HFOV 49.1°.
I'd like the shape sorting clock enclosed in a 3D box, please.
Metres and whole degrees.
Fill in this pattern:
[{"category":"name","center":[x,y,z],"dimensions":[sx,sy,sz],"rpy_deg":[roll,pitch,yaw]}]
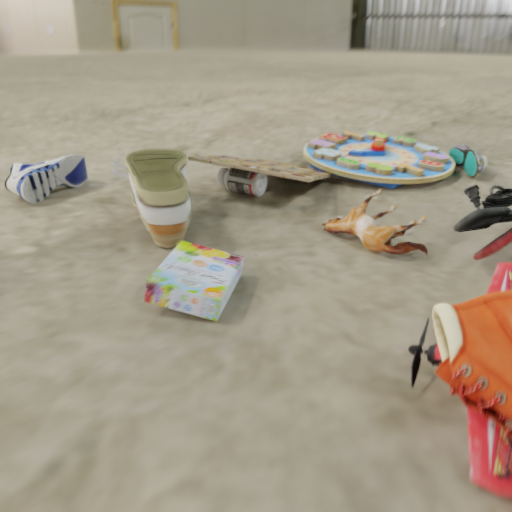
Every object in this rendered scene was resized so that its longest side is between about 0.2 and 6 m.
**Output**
[{"category":"shape sorting clock","center":[2.953,-2.463,13.599],"dimensions":[3.614,0.709,3.614],"rpy_deg":[0,25,0]}]

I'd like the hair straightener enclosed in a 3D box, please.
[{"category":"hair straightener","center":[4.117,-0.836,9.402],"dimensions":[3.073,0.629,1.182],"rpy_deg":[-20,73,-43]}]

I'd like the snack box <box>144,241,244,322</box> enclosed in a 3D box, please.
[{"category":"snack box","center":[-0.815,0.307,7.811],"dimensions":[1.012,0.377,1.424],"rpy_deg":[13,25,7]}]

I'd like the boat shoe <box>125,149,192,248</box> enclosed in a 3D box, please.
[{"category":"boat shoe","center":[-1.803,-1.190,10.380],"dimensions":[1.198,1.097,3.206],"rpy_deg":[-3,26,-7]}]

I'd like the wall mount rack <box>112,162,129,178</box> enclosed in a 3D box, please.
[{"category":"wall mount rack","center":[-2.694,-2.000,12.822],"dimensions":[1.092,0.468,1.256],"rpy_deg":[-18,26,-6]}]

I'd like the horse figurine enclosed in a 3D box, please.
[{"category":"horse figurine","center":[2.045,-0.485,9.450],"dimensions":[1.209,0.455,1.824],"rpy_deg":[-30,40,-11]}]

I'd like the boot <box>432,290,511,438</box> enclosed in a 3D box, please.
[{"category":"boot","center":[2.279,1.304,4.910],"dimensions":[1.268,0.887,2.365],"rpy_deg":[-3,45,3]}]

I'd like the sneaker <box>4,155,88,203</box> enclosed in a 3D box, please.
[{"category":"sneaker","center":[-4.631,-1.766,12.037],"dimensions":[1.092,0.764,1.891],"rpy_deg":[15,30,24]}]

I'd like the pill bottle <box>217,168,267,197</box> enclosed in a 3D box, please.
[{"category":"pill bottle","center":[-0.318,-1.609,11.937],"dimensions":[1.000,0.554,0.554],"rpy_deg":[14,28,27]}]

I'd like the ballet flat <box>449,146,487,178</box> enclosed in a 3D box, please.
[{"category":"ballet flat","center":[5.173,-2.287,13.381],"dimensions":[0.604,0.604,1.678],"rpy_deg":[-1,25,-3]}]

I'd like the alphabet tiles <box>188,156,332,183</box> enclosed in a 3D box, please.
[{"category":"alphabet tiles","center":[0.263,-1.943,12.242],"dimensions":[2.526,0.114,3.022],"rpy_deg":[13,13,15]}]

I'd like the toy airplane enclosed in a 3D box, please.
[{"category":"toy airplane","center":[3.096,1.234,5.647],"dimensions":[3.071,0.565,3.071],"rpy_deg":[-7,38,6]}]
